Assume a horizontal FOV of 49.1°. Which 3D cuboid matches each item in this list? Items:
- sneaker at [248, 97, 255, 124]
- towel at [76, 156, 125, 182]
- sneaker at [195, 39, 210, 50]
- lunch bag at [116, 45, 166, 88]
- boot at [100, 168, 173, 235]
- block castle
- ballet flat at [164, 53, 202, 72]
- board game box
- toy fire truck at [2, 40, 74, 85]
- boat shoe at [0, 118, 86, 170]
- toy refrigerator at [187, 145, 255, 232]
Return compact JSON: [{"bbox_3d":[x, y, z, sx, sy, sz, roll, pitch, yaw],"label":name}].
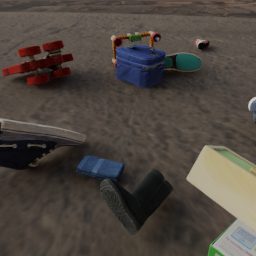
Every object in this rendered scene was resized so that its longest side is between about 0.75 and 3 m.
[{"bbox_3d":[4.417,-0.335,7.394,2.164,0.823,1.564,0,20,18],"label":"sneaker"},{"bbox_3d":[-0.595,0.890,6.141,0.982,0.238,0.548,10,33,17],"label":"towel"},{"bbox_3d":[3.599,-4.229,14.164,0.608,0.379,1.135,23,36,34],"label":"sneaker"},{"bbox_3d":[0.492,-2.408,10.404,1.922,1.272,1.306,24,40,34],"label":"lunch bag"},{"bbox_3d":[0.199,1.095,5.103,0.425,1.066,1.294,-25,7,46],"label":"boot"},{"bbox_3d":[0.339,-3.214,11.625,2.031,1.357,0.953,-11,35,-15],"label":"block castle"},{"bbox_3d":[1.881,-2.687,11.497,2.196,0.762,0.762,-3,32,-3],"label":"ballet flat"},{"bbox_3d":[2.730,1.853,4.352,2.451,0.494,1.876,-25,40,-34],"label":"board game box"},{"bbox_3d":[-3.381,-2.454,10.683,2.310,1.295,1.939,-27,23,-38],"label":"toy fire truck"},{"bbox_3d":[-2.069,0.445,6.464,2.220,1.029,0.829,11,0,-35],"label":"boat shoe"},{"bbox_3d":[1.982,1.032,4.062,0.791,0.729,2.083,7,24,-49],"label":"toy refrigerator"}]
